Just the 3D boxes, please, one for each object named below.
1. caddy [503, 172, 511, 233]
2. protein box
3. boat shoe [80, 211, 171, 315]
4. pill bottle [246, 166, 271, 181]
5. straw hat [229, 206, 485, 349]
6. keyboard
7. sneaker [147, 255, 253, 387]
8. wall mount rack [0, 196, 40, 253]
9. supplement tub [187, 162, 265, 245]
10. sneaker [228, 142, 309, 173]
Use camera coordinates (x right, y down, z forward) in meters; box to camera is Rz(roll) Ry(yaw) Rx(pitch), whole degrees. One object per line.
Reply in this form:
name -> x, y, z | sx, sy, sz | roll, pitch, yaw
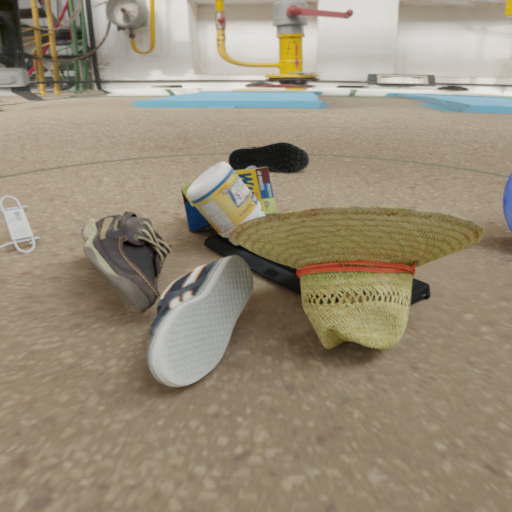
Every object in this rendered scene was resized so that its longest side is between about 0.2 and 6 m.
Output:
caddy -> 6.931, -1.141, 11.349 | 3.626, 2.563, 1.903 | 6, 16, 17
protein box -> -0.653, -1.273, 12.882 | 1.593, 1.075, 1.582 | -12, 0, -26
boat shoe -> -2.255, -0.143, 9.957 | 1.261, 1.282, 3.441 | -37, 31, -8
pill bottle -> 0.051, -2.332, 16.912 | 0.580, 0.580, 0.969 | -10, 24, -24
straw hat -> 1.440, 0.536, 8.036 | 3.793, 1.605, 3.793 | 2, -10, 0
keyboard -> 1.159, -0.186, 11.112 | 2.473, 0.941, 4.751 | -17, 28, -36
sneaker -> -0.946, 0.968, 8.070 | 1.032, 1.019, 2.599 | -18, 19, 32
wall mount rack -> -5.386, -0.569, 12.059 | 1.174, 1.351, 0.504 | -17, -10, -42
supplement tub -> -0.576, -1.044, 11.375 | 1.062, 1.468, 1.062 | -34, 22, 16
sneaker -> 0.455, -3.423, 19.178 | 2.705, 1.024, 1.184 | 2, 16, 5
